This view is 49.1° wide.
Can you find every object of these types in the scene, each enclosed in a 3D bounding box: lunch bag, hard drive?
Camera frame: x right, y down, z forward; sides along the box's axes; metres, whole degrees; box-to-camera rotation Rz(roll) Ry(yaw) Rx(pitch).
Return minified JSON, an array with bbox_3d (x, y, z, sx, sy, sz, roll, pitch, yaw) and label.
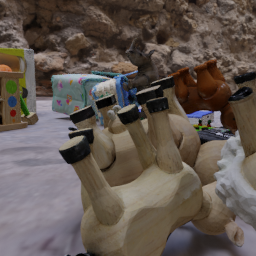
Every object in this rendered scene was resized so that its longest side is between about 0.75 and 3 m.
[{"bbox_3d":[-1.160,-1.313,10.974,2.896,1.766,2.467,-8,16,-39],"label":"lunch bag"},{"bbox_3d":[1.405,-0.414,9.866,2.811,0.357,1.855,4,9,28],"label":"hard drive"}]

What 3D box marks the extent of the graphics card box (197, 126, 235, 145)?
[{"bbox_3d":[1.776,0.204,3.707,1.757,0.447,1.102,-8,11,-18],"label":"graphics card box"}]

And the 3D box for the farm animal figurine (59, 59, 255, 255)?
[{"bbox_3d":[0.577,0.244,2.211,2.042,1.271,2.528,-21,12,-7],"label":"farm animal figurine"}]

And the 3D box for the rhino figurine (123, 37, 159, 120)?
[{"bbox_3d":[0.435,-1.297,7.941,1.072,2.452,0.733,-18,19,-22],"label":"rhino figurine"}]

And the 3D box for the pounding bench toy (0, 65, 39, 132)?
[{"bbox_3d":[-3.687,-0.908,8.159,1.425,1.789,2.294,4,9,28],"label":"pounding bench toy"}]

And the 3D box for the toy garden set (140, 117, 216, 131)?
[{"bbox_3d":[1.034,-0.035,6.508,1.818,0.435,2.180,10,12,44],"label":"toy garden set"}]

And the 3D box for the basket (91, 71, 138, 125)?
[{"bbox_3d":[-0.078,-0.854,8.791,1.898,1.674,1.320,-13,21,5],"label":"basket"}]

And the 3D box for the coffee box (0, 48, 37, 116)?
[{"bbox_3d":[-5.332,-1.855,11.847,2.642,2.668,2.672,-3,8,-19],"label":"coffee box"}]
